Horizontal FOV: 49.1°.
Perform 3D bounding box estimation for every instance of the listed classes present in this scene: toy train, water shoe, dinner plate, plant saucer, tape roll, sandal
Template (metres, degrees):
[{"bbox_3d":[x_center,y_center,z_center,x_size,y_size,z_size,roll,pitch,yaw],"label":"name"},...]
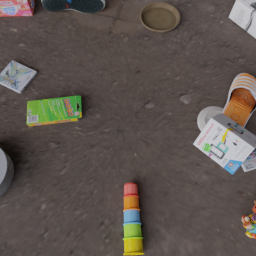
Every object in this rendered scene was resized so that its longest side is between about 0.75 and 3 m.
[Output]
[{"bbox_3d":[3.324,2.317,7.333,0.337,1.213,0.911,39,112,5],"label":"toy train"},{"bbox_3d":[-2.155,-5.263,11.162,2.548,0.911,1.005,2,62,0],"label":"water shoe"},{"bbox_3d":[2.892,-0.201,9.149,1.235,0.150,1.235,-1,63,1],"label":"dinner plate"},{"bbox_3d":[1.265,-4.355,11.099,1.591,0.234,1.591,0,65,0],"label":"plant saucer"},{"bbox_3d":[-4.298,1.308,8.168,1.746,0.577,1.746,0,63,0],"label":"tape roll"},{"bbox_3d":[3.750,-0.874,9.012,1.055,0.789,2.754,26,62,9],"label":"sandal"}]

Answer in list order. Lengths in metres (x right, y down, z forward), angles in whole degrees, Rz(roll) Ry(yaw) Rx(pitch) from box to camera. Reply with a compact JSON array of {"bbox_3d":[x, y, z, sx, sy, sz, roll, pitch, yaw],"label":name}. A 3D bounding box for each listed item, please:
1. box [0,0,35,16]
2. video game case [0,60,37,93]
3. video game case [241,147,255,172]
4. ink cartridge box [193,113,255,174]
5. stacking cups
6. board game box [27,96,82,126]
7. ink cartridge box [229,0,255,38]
[{"bbox_3d":[-4.643,-4.993,11.074,1.645,0.844,0.779,-1,64,-2],"label":"box"},{"bbox_3d":[-3.963,-1.828,9.935,1.097,0.121,1.000,25,67,12],"label":"video game case"},{"bbox_3d":[3.835,0.847,8.655,0.901,0.107,0.820,-15,65,-6],"label":"video game case"},{"bbox_3d":[2.803,0.397,7.962,1.364,1.001,0.996,39,31,21],"label":"ink cartridge box"},{"bbox_3d":[0.108,2.432,7.622,0.565,0.565,1.867,-3,65,-1],"label":"stacking cups"},{"bbox_3d":[-2.403,-0.572,9.213,1.792,0.269,0.856,-8,66,3],"label":"board game box"},{"bbox_3d":[5.263,-4.280,10.661,1.590,0.898,2.166,-35,69,-17],"label":"ink cartridge box"}]
